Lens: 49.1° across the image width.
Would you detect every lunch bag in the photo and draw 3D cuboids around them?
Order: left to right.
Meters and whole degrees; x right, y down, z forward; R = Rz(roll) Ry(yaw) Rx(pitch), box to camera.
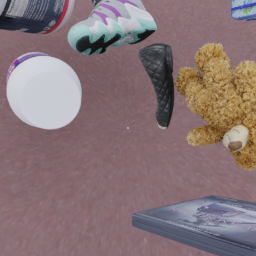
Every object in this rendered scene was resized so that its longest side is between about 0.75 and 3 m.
[{"bbox_3d":[2.962,-2.958,6.088,0.587,1.144,1.424,-9,14,-35],"label":"lunch bag"}]

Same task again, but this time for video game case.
[{"bbox_3d":[1.213,1.110,3.403,1.399,1.958,0.186,0,86,44],"label":"video game case"}]

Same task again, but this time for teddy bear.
[{"bbox_3d":[1.313,-0.330,3.969,0.650,1.412,1.947,9,63,-47],"label":"teddy bear"}]

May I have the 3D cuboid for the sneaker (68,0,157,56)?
[{"bbox_3d":[-0.647,-2.885,6.648,2.800,1.088,1.958,-30,93,-49],"label":"sneaker"}]

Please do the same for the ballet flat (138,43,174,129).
[{"bbox_3d":[0.498,-0.617,4.503,0.481,1.692,0.562,0,47,12],"label":"ballet flat"}]

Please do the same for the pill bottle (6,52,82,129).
[{"bbox_3d":[-1.611,-0.736,5.304,1.274,1.274,2.286,-25,24,-15],"label":"pill bottle"}]

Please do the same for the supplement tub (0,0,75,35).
[{"bbox_3d":[-2.863,-3.338,6.476,2.055,2.055,2.929,35,26,20],"label":"supplement tub"}]
